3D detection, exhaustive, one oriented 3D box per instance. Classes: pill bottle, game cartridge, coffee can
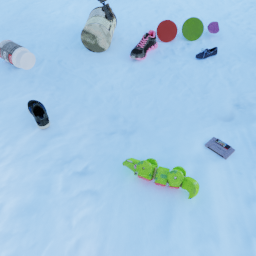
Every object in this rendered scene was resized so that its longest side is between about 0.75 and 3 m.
[{"bbox_3d":[-4.536,-2.970,11.411,1.502,0.855,0.855,30,52,27],"label":"pill bottle"},{"bbox_3d":[2.724,0.580,8.301,0.488,0.144,0.753,-37,55,-26],"label":"game cartridge"},{"bbox_3d":[-1.276,-4.424,12.545,1.341,1.341,1.833,4,45,4],"label":"coffee can"}]

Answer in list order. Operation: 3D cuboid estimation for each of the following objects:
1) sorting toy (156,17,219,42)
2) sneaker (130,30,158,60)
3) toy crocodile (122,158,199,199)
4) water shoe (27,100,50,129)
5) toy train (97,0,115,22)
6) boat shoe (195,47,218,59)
[{"bbox_3d":[2.764,-4.715,13.370,2.999,1.040,1.033,-6,21,-3],"label":"sorting toy"},{"bbox_3d":[0.679,-3.630,12.077,0.744,0.898,1.883,24,51,21],"label":"sneaker"},{"bbox_3d":[0.839,1.231,7.318,2.084,0.643,0.703,15,6,17],"label":"toy crocodile"},{"bbox_3d":[-2.930,-0.611,9.173,0.544,0.601,1.523,-24,49,-23],"label":"water shoe"},{"bbox_3d":[-0.954,-4.693,9.916,0.327,1.916,0.439,-19,18,18],"label":"toy train"},{"bbox_3d":[3.368,-3.268,12.059,1.110,0.381,0.467,-25,49,-23],"label":"boat shoe"}]
